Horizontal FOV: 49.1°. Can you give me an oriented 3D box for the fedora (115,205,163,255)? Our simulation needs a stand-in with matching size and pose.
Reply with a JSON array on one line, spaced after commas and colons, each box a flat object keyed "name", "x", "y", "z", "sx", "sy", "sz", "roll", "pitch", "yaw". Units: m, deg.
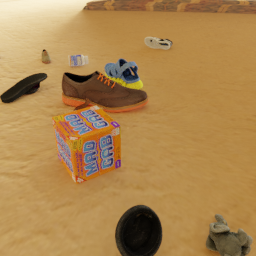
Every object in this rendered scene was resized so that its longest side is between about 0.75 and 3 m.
[{"name": "fedora", "x": 0.112, "y": 1.660, "z": 4.412, "sx": 0.888, "sy": 0.406, "sz": 0.888, "roll": 13, "pitch": 64, "yaw": -27}]

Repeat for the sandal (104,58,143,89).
[{"name": "sandal", "x": -0.199, "y": -2.171, "z": 10.501, "sx": 0.889, "sy": 0.973, "sz": 2.236, "roll": -24, "pitch": 35, "yaw": -25}]

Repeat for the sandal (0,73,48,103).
[{"name": "sandal", "x": -3.616, "y": -1.377, "z": 9.854, "sx": 0.705, "sy": 0.449, "sz": 1.875, "roll": 24, "pitch": 52, "yaw": 32}]

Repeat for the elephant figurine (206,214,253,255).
[{"name": "elephant figurine", "x": 1.552, "y": 1.806, "z": 4.657, "sx": 0.843, "sy": 0.654, "sz": 0.597, "roll": 26, "pitch": 83, "yaw": 51}]

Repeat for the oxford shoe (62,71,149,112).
[{"name": "oxford shoe", "x": -0.751, "y": -1.206, "z": 8.882, "sx": 2.883, "sy": 1.046, "sz": 1.026, "roll": 5, "pitch": 32, "yaw": 5}]

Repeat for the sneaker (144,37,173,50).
[{"name": "sneaker", "x": 1.639, "y": -4.496, "z": 14.772, "sx": 1.435, "sy": 0.524, "sz": 0.803, "roll": 21, "pitch": 34, "yaw": 17}]

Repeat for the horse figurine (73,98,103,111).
[{"name": "horse figurine", "x": -1.164, "y": -0.254, "z": 7.941, "sx": 1.186, "sy": 0.447, "sz": 1.789, "roll": -13, "pitch": 34, "yaw": -20}]

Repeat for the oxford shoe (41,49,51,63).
[{"name": "oxford shoe", "x": -3.795, "y": -3.298, "z": 12.845, "sx": 0.406, "sy": 0.431, "sz": 1.152, "roll": -14, "pitch": 35, "yaw": -21}]

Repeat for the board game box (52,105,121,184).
[{"name": "board game box", "x": -0.922, "y": 0.328, "z": 6.344, "sx": 1.135, "sy": 1.136, "sz": 1.135, "roll": -18, "pitch": 36, "yaw": -27}]

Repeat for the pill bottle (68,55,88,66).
[{"name": "pill bottle", "x": -2.179, "y": -2.973, "z": 12.289, "sx": 0.839, "sy": 0.470, "sz": 0.470, "roll": -6, "pitch": 32, "yaw": -11}]
